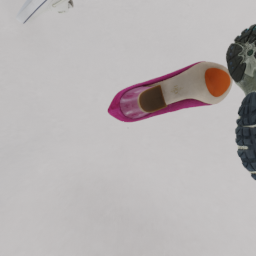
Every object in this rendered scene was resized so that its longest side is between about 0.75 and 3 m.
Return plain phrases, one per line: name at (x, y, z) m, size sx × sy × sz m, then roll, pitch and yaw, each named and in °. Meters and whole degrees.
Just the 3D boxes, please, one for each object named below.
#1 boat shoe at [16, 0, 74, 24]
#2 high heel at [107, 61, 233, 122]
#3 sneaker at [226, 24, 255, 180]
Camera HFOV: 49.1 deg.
boat shoe at (-1.671, -3.238, 6.842) m, size 2.479 × 0.815 × 0.892 m, roll -33°, pitch 38°, yaw 17°
high heel at (0.847, -0.710, 5.398) m, size 2.540 × 1.221 × 0.856 m, roll -13°, pitch 95°, yaw -31°
sneaker at (2.095, -0.302, 3.763) m, size 1.034 × 0.930 × 2.396 m, roll 16°, pitch 64°, yaw -26°
